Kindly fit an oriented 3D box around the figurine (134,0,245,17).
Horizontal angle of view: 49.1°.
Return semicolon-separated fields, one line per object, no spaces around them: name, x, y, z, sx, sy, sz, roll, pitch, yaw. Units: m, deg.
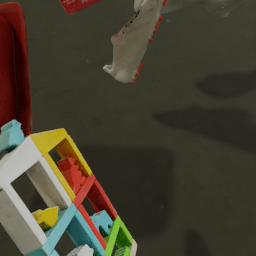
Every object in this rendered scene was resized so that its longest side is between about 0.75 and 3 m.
figurine;1.779;-3.370;5.958;2.750;2.818;1.213;2;77;-16

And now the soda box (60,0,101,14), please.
soda box;-0.251;-2.660;4.507;2.505;0.877;0.794;2;40;44

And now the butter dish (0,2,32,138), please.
butter dish;-2.806;-0.835;3.890;2.431;1.802;2.437;-12;75;13

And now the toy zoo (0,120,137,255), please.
toy zoo;-0.668;0.949;3.188;0.244;2.387;1.566;-27;9;16

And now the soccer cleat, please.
soccer cleat;0.112;-1.952;5.903;0.853;2.200;0.762;24;33;-2
